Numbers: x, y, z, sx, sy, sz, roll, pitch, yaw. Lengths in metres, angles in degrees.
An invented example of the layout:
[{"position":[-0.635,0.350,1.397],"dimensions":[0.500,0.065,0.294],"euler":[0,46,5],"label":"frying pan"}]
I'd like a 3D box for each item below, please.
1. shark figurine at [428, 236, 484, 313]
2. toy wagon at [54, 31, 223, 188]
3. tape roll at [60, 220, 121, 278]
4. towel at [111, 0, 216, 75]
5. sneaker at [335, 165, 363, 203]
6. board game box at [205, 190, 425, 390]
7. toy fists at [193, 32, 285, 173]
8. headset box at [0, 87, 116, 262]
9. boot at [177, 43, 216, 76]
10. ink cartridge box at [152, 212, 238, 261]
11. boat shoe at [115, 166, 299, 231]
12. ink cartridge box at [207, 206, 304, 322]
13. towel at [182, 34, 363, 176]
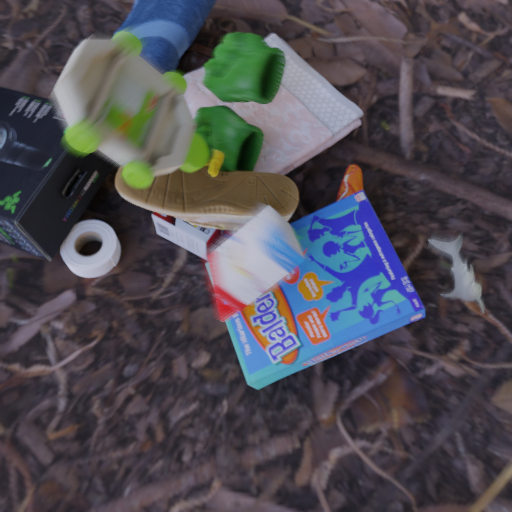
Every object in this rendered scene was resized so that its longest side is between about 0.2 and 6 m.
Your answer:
[{"position":[3.218,0.412,9.014],"dimensions":[0.616,1.476,0.882],"euler":[-19,41,26],"label":"shark figurine"},{"position":[-1.620,-1.970,8.300],"dimensions":[2.628,0.520,2.039],"euler":[35,53,-33],"label":"toy wagon"},{"position":[-2.997,-0.128,10.172],"dimensions":[1.030,0.360,1.030],"euler":[0,63,0],"label":"tape roll"},{"position":[-2.231,-4.359,11.503],"dimensions":[2.112,0.918,3.782],"euler":[-1,55,38],"label":"towel"},{"position":[1.830,-0.535,10.155],"dimensions":[0.898,0.849,2.327],"euler":[2,75,4],"label":"sneaker"},{"position":[0.890,0.550,9.202],"dimensions":[2.964,0.667,2.254],"euler":[-26,66,7],"label":"board game box"},{"position":[-0.448,-2.533,9.460],"dimensions":[1.227,0.828,2.407],"euler":[28,109,36],"label":"toy fists"},{"position":[-4.297,-1.550,10.135],"dimensions":[2.891,1.341,2.517],"euler":[18,65,18],"label":"headset box"},{"position":[-0.940,-3.186,11.581],"dimensions":[2.018,0.696,2.166],"euler":[19,69,5],"label":"boot"},{"position":[-0.757,-0.889,10.342],"dimensions":[1.544,0.737,1.759],"euler":[27,66,12],"label":"ink cartridge box"},{"position":[-0.824,-0.899,9.344],"dimensions":[2.973,1.029,1.096],"euler":[10,66,0],"label":"boat shoe"},{"position":[-0.158,0.134,8.645],"dimensions":[1.670,0.561,0.970],"euler":[-39,36,16],"label":"ink cartridge box"},{"position":[0.191,-2.895,10.755],"dimensions":[2.713,0.458,2.840],"euler":[-34,69,-19],"label":"towel"}]
